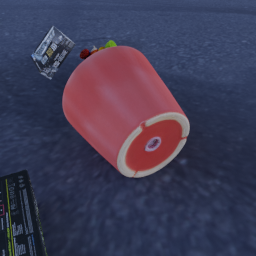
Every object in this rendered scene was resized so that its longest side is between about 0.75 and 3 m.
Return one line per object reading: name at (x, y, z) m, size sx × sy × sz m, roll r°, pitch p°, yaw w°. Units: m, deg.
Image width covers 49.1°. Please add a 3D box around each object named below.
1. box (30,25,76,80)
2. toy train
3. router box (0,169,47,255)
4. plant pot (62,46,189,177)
box at (-2.482, -2.495, 9.088) m, size 0.428 × 1.356 × 1.720 m, roll 31°, pitch 12°, yaw -40°
toy train at (-0.900, -2.569, 9.647) m, size 1.316 × 0.962 × 2.274 m, roll -28°, pitch 41°, yaw 31°
router box at (-2.168, 1.888, 3.942) m, size 1.927 × 0.799 × 2.572 m, roll -14°, pitch 35°, yaw -19°
plant pot at (0.029, -0.250, 6.036) m, size 2.362 × 2.362 × 2.090 m, roll -17°, pitch 46°, yaw -24°
